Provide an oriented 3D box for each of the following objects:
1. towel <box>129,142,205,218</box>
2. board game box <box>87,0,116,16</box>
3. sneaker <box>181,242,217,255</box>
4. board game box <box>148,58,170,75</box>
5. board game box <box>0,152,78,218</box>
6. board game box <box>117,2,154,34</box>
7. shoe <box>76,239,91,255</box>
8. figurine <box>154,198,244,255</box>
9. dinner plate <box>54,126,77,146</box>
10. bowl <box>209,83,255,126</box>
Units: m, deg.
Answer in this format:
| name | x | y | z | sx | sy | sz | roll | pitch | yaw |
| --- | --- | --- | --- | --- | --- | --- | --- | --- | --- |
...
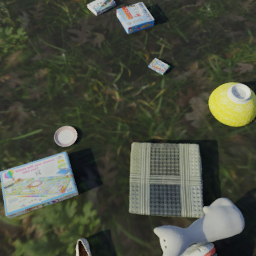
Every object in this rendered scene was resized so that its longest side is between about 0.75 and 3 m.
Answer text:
| name | x | y | z | sx | sy | sz | roll | pitch | yaw |
| --- | --- | --- | --- | --- | --- | --- | --- | --- | --- |
| towel | 1.298 | 1.689 | 9.549 | 2.486 | 0.446 | 2.582 | 2 | 63 | 4 |
| board game box | -1.303 | -6.076 | 13.845 | 1.188 | 0.206 | 0.750 | -35 | 67 | -17 |
| sneaker | 1.333 | 4.330 | 7.667 | 2.995 | 1.154 | 1.226 | -25 | 76 | -9 |
| board game box | 1.330 | -2.634 | 12.003 | 0.757 | 0.130 | 0.512 | 33 | 66 | 17 |
| board game box | -2.978 | 1.860 | 9.391 | 2.284 | 0.391 | 1.536 | -17 | 63 | -9 |
| board game box | 0.342 | -5.231 | 13.280 | 1.351 | 0.386 | 1.380 | -21 | 63 | -10 |
| shoe | -1.282 | 4.000 | 8.219 | 0.514 | 0.392 | 1.470 | -13 | 62 | -7 |
| figurine | 2.166 | 3.532 | 7.421 | 2.684 | 1.184 | 2.751 | -10 | 65 | -27 |
| dinner plate | -2.306 | 0.319 | 10.406 | 0.840 | 0.102 | 0.840 | 0 | 60 | 0 |
| bowl | 4.124 | -1.098 | 10.674 | 1.860 | 1.001 | 1.860 | 0 | 62 | 1 |
